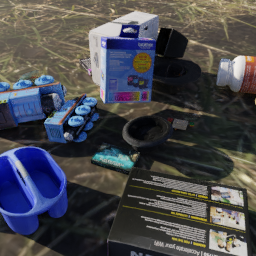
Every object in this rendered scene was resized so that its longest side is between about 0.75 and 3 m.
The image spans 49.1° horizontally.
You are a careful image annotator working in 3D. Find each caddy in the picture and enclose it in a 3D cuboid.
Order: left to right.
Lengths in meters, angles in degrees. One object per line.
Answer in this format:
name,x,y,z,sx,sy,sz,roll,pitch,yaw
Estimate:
caddy,-2.231,1.245,6.210,1.489,1.105,2.106,-26,45,-29

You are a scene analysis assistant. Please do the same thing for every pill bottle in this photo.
pill bottle,4.464,-1.893,10.063,2.315,1.299,1.299,8,39,10

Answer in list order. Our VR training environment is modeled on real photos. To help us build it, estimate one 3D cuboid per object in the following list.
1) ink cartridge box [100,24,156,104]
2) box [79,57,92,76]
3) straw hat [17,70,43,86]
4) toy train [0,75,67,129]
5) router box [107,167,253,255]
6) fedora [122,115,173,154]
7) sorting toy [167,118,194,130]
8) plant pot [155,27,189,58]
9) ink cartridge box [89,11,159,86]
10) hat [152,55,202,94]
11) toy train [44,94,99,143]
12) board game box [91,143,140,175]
ink cartridge box,-0.040,-1.975,8.651,1.568,2.298,0.877,-4,21,-17
box,-1.388,-2.673,11.939,0.985,0.249,1.378,-17,42,-21
straw hat,-3.226,-1.555,9.461,0.907,0.907,0.384,-23,85,-27
toy train,-3.239,-0.804,8.781,2.630,1.140,1.503,-10,38,-7
router box,1.077,1.891,5.724,2.593,0.662,1.934,9,39,12
fedora,0.550,0.252,7.841,1.440,0.658,1.440,0,38,0
sorting toy,1.578,-0.079,8.680,0.888,0.150,0.428,12,40,14
plant pot,1.684,-3.192,10.757,0.914,1.028,1.030,11,16,-25
ink cartridge box,-0.058,-3.027,10.856,1.221,2.096,2.898,22,44,28
hat,1.466,-1.839,10.321,2.318,0.935,2.318,1,41,-1
toy train,-1.624,-0.329,8.451,1.116,0.847,1.954,8,38,13
board game box,-0.330,0.806,7.538,1.130,0.159,0.764,14,40,17
